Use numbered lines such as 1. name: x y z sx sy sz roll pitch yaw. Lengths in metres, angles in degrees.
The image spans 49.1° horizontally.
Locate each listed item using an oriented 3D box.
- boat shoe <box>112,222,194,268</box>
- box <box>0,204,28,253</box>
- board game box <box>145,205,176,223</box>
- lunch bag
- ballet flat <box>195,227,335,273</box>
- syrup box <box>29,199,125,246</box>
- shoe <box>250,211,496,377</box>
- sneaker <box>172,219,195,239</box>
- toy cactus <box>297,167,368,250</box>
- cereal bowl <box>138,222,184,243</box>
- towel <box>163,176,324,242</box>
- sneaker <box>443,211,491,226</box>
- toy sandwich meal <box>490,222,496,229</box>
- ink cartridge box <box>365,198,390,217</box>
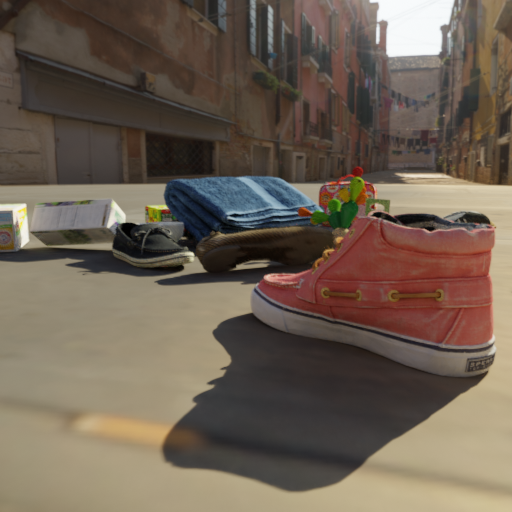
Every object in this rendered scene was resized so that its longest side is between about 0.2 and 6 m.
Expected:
1. boat shoe: -1.900 -0.212 9.941 0.841 0.702 2.255 -5 12 -38
2. box: -5.385 -0.593 11.719 0.943 0.850 1.677 -3 10 -13
3. board game box: -1.444 -1.014 14.931 2.737 0.652 1.390 -4 10 -25
4. lunch bag: 2.554 -1.536 15.683 1.627 1.433 0.666 3 10 17
5. ballet flat: 0.181 -0.205 9.422 2.526 0.851 0.585 -8 47 -23
6. syrup box: -3.668 -0.680 11.569 1.736 0.707 0.684 -3 -26 11
7. shoe: 1.023 0.179 5.634 1.019 1.297 2.852 -8 12 -40
8. sneaker: -1.262 -0.736 13.172 1.461 0.516 0.714 3 35 6
9. toy cactus: 1.477 -0.589 10.380 0.976 1.910 1.576 22 40 -23
10. cereal bowl: -2.109 -0.397 11.443 1.276 0.531 1.276 -3 6 0
11. towel: -0.176 -1.181 12.956 3.699 0.898 2.065 -10 42 -45
12. sneaker: 3.759 -0.370 11.161 2.029 0.761 1.172 -9 13 7
13. toy sandwich meal: 5.655 -0.709 14.250 0.930 0.319 0.930 -1 6 0
14. ink cartridge box: 2.106 -0.359 9.301 0.349 1.177 0.611 -3 10 -28
